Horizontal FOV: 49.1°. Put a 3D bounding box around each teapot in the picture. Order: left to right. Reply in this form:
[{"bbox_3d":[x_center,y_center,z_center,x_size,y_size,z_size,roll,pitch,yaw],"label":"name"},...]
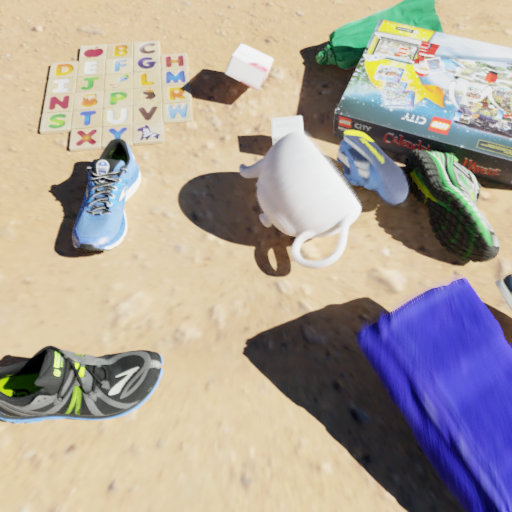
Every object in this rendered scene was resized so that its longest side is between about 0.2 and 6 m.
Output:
[{"bbox_3d":[0.663,-0.910,8.845,1.378,1.862,1.887,-39,12,9],"label":"teapot"}]

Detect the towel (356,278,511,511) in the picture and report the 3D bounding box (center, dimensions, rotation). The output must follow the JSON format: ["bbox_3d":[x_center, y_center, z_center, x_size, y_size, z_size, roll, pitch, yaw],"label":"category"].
[{"bbox_3d":[2.627,1.630,6.711,1.946,0.653,2.636,-24,75,-27],"label":"towel"}]

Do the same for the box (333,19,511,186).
[{"bbox_3d":[3.690,-2.942,10.597,3.800,0.716,2.595,20,68,15],"label":"box"}]

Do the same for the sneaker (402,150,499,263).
[{"bbox_3d":[3.366,-0.934,9.208,1.017,0.932,2.389,-7,54,-13],"label":"sneaker"}]

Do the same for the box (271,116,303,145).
[{"bbox_3d":[0.586,-2.203,10.390,0.581,0.584,0.500,-4,55,5],"label":"box"}]

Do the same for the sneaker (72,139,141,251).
[{"bbox_3d":[-2.539,-1.055,9.238,0.903,1.025,2.299,3,52,2],"label":"sneaker"}]

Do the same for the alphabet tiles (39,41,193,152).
[{"bbox_3d":[-2.883,-3.470,11.754,2.996,0.114,3.601,-6,51,-4],"label":"alphabet tiles"}]

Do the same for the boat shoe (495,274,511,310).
[{"bbox_3d":[4.328,1.211,7.214,0.887,1.074,2.868,-47,54,20],"label":"boat shoe"}]

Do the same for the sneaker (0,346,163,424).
[{"bbox_3d":[-2.334,1.613,7.136,2.290,0.949,0.812,-7,53,-5],"label":"sneaker"}]

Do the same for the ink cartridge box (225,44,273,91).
[{"bbox_3d":[-0.127,-3.815,11.278,0.765,0.444,1.037,25,32,-5],"label":"ink cartridge box"}]

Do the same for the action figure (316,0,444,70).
[{"bbox_3d":[2.603,-4.687,12.177,2.701,0.739,1.595,-15,84,4],"label":"action figure"}]

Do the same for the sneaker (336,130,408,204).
[{"bbox_3d":[1.985,-1.442,9.732,0.620,0.690,1.678,-6,52,-36],"label":"sneaker"}]
